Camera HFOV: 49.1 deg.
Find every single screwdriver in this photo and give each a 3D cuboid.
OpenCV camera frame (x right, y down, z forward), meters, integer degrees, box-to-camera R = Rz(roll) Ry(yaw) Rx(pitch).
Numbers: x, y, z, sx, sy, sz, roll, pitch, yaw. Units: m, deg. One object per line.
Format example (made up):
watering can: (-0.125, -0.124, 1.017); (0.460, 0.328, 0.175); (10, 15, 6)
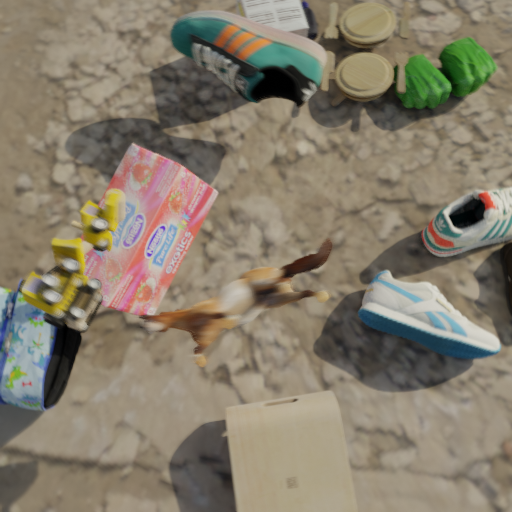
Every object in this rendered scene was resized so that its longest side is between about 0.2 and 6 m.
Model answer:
screwdriver: (1.080, -6.059, 13.108); (0.354, 0.369, 2.536); (-8, 65, -4)

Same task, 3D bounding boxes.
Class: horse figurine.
horse figurine: (-0.146, 0.565, 6.802); (2.414, 1.600, 0.602); (-28, 103, -15)

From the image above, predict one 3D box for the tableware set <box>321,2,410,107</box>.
tableware set: (2.381, -4.414, 12.281); (1.798, 0.545, 2.720); (4, 65, 10)

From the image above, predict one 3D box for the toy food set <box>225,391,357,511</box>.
toy food set: (0.557, 3.595, 9.001); (1.831, 0.771, 2.552); (-8, 76, -4)

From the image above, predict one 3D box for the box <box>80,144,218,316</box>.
box: (-1.783, -0.356, 8.698); (1.110, 1.203, 2.344); (27, 88, 28)

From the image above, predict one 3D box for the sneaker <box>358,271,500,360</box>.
sneaker: (3.110, 1.060, 9.852); (2.466, 0.943, 0.996); (22, 67, 6)

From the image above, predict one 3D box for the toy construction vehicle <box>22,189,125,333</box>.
toy construction vehicle: (-2.224, 0.099, 6.837); (0.644, 1.592, 1.828); (19, 56, 0)

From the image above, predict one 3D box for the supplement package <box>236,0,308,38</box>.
supplement package: (0.302, -4.784, 11.889); (1.179, 1.533, 1.603); (-12, 68, -5)

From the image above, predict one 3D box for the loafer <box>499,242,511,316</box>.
loafer: (4.933, 0.515, 10.205); (0.673, 0.658, 1.844); (-8, 68, -3)

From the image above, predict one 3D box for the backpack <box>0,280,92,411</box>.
backpack: (-3.687, 1.477, 9.192); (1.439, 1.792, 1.958); (8, 76, -4)

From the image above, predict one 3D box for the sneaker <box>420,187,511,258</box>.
sneaker: (4.406, -0.800, 10.442); (2.592, 1.212, 0.913); (-19, 69, -7)

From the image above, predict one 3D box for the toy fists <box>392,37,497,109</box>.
toy fists: (4.003, -3.788, 11.939); (2.190, 0.753, 1.117); (-20, 62, -7)

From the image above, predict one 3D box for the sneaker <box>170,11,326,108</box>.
sneaker: (-0.293, -3.613, 10.426); (3.041, 1.085, 1.215); (16, 70, 9)
